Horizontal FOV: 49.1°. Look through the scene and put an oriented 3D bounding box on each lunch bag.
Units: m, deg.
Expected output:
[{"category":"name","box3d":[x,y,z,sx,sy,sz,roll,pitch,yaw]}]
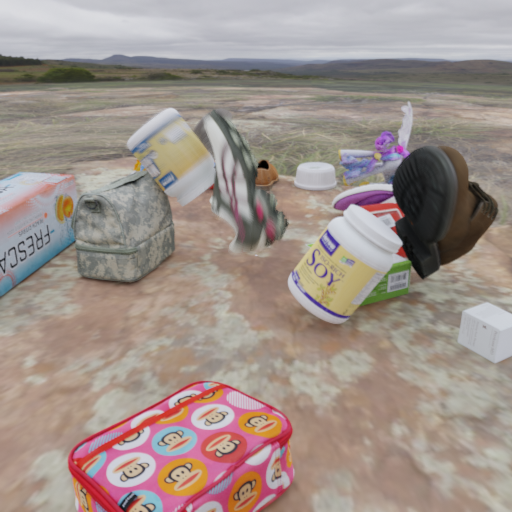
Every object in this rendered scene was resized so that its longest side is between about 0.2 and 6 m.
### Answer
[{"category":"lunch bag","box3d":[-2.456,-0.626,10.533,1.385,1.667,1.987,8,22,19]},{"category":"lunch bag","box3d":[-0.759,1.987,5.486,1.710,0.795,1.941,15,26,43]}]

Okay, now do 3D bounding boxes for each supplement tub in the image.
[{"category":"supplement tub","box3d":[-1.515,-1.833,10.535,1.131,1.564,1.131,-37,11,9]},{"category":"supplement tub","box3d":[1.332,0.127,8.428,1.124,1.546,1.124,31,21,-13]}]

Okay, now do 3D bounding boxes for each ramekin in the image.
[{"category":"ramekin","box3d":[1.711,-2.305,16.092,1.234,0.575,1.234,0,23,0]}]

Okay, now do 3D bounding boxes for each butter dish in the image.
[{"category":"butter dish","box3d":[2.415,-0.343,11.055,1.212,0.896,1.208,-10,69,-30]}]

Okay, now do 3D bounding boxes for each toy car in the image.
[{"category":"toy car","box3d":[-1.948,-2.529,16.642,3.973,1.322,1.949,0,-26,45]}]

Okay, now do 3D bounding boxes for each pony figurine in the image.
[{"category":"pony figurine","box3d":[3.558,-2.464,14.576,2.642,2.200,2.550,-5,-13,20]}]

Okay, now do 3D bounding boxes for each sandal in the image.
[{"category":"sandal","box3d":[3.101,-1.210,13.285,2.564,1.043,0.630,-3,63,-8]}]

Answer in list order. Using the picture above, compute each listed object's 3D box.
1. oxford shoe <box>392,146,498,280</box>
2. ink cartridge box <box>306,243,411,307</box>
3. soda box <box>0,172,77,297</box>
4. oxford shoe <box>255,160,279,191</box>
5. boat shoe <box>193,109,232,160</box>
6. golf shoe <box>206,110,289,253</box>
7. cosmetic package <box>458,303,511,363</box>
[{"category":"oxford shoe","box3d":[2.961,-0.825,8.628,1.460,1.257,3.458,-26,-22,5]},{"category":"ink cartridge box","box3d":[1.765,0.210,9.945,1.188,0.609,1.607,-11,24,-24]},{"category":"soda box","box3d":[-4.753,-0.334,10.141,1.337,1.438,4.204,4,23,10]},{"category":"oxford shoe","box3d":[0.286,-2.503,16.410,0.738,0.737,2.069,0,21,4]},{"category":"boat shoe","box3d":[-1.174,-2.494,12.729,0.697,1.871,0.686,34,-3,5]},{"category":"golf shoe","box3d":[-0.435,-1.297,9.932,1.141,2.590,1.000,-25,-1,15]},{"category":"cosmetic package","box3d":[3.314,1.073,7.919,0.539,0.543,0.648,-13,25,-28]}]
